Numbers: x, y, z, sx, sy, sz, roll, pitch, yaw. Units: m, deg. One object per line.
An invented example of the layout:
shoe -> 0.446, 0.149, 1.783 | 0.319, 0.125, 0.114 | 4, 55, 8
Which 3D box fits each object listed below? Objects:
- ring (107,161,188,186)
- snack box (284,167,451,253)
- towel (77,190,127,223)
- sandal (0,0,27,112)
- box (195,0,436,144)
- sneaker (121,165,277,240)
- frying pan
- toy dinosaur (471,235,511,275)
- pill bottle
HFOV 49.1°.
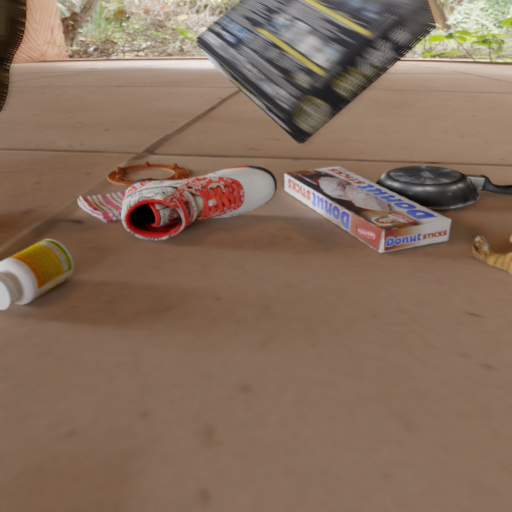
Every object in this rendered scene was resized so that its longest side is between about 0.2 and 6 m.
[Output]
ring -> -2.450, -1.885, 12.675 | 1.801, 0.173, 1.801 | 1, 24, 0
snack box -> 1.826, -0.962, 10.200 | 1.292, 0.437, 3.593 | -9, 25, -20
towel -> -2.434, -1.027, 10.626 | 1.569, 0.235, 1.148 | -18, 30, -36
sandal -> -4.266, -3.364, 8.962 | 0.647, 2.396, 0.962 | 16, 8, -6
box -> 0.783, -3.722, 9.392 | 2.759, 0.840, 3.423 | -42, 47, 4
sneaker -> -0.928, -0.856, 9.444 | 2.686, 0.897, 1.439 | -5, 25, -2
frying pan -> 4.023, -1.323, 11.052 | 3.490, 0.568, 2.111 | 6, 24, 20
toy dinosaur -> 3.923, 0.192, 7.587 | 1.178, 0.670, 2.219 | -29, 23, -11
pill bottle -> -2.944, 0.247, 7.218 | 0.616, 0.616, 1.108 | 9, 25, 20
